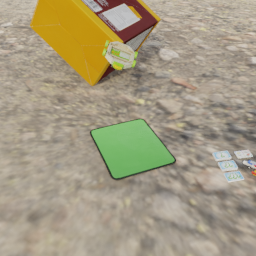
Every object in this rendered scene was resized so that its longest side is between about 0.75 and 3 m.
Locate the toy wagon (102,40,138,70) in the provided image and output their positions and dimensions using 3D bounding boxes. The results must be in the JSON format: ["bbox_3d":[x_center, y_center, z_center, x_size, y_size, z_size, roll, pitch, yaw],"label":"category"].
[{"bbox_3d":[-0.230,-1.868,7.395,0.903,0.230,1.164,19,48,-10],"label":"toy wagon"}]

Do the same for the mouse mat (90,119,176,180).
[{"bbox_3d":[0.054,0.423,6.812,1.575,0.074,1.958,-13,37,-18],"label":"mouse mat"}]

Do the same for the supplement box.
[{"bbox_3d":[-1.039,-3.635,9.625,2.948,1.984,2.988,44,46,0],"label":"supplement box"}]

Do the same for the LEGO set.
[{"bbox_3d":[2.613,0.730,6.205,1.194,0.293,0.892,-6,38,-5],"label":"LEGO set"}]
